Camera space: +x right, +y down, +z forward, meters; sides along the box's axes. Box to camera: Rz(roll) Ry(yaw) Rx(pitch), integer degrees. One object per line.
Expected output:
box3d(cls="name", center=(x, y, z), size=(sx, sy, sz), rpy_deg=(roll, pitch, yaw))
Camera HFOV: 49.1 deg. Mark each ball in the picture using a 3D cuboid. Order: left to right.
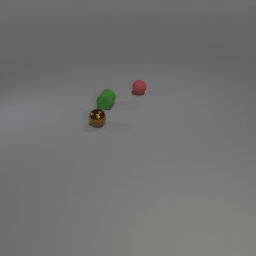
box3d(cls="ball", center=(-1.213, -0.413, 11.133), size=(0.700, 0.700, 0.700), rpy_deg=(0, 31, 0))
box3d(cls="ball", center=(0.555, -2.012, 13.777), size=(0.700, 0.700, 0.700), rpy_deg=(0, 31, 0))

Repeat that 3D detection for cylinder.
box3d(cls="cylinder", center=(-0.974, -1.280, 12.527), size=(0.700, 0.700, 0.700), rpy_deg=(9, 36, 14))
